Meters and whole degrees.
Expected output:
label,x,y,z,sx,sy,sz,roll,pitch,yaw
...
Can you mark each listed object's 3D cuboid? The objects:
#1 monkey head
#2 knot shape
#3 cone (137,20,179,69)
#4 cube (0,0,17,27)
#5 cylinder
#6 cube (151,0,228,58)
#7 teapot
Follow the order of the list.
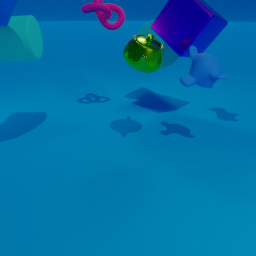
label,x,y,z,sx,sy,sz,roll,pitch,yaw
monkey head,1.653,-1.302,6.373,0.886,0.742,1.231,-17,55,-28
knot shape,-0.751,-3.467,8.155,1.269,0.586,1.187,14,41,-33
cone,1.048,-2.997,9.935,1.562,1.562,1.568,1,19,2
cube,-2.681,-2.523,5.005,0.959,0.959,0.959,40,26,9
cylinder,-2.701,-2.125,6.713,1.016,1.016,1.016,-3,23,2
cube,1.738,-2.926,7.951,1.314,1.314,1.314,51,34,17
teapot,0.386,-1.717,6.315,0.966,0.761,1.554,19,39,-3
